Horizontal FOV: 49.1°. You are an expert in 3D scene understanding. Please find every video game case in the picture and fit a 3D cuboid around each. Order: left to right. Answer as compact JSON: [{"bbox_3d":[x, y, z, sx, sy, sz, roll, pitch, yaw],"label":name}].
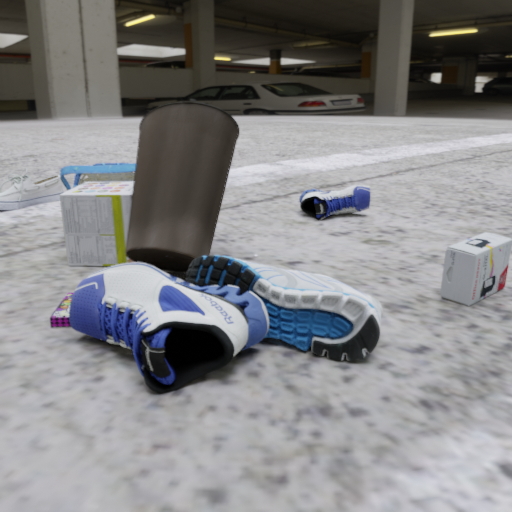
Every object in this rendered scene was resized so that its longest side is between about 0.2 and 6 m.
[{"bbox_3d":[-2.415,0.792,8.386,1.063,0.190,0.963,-1,18,-2],"label":"video game case"}]

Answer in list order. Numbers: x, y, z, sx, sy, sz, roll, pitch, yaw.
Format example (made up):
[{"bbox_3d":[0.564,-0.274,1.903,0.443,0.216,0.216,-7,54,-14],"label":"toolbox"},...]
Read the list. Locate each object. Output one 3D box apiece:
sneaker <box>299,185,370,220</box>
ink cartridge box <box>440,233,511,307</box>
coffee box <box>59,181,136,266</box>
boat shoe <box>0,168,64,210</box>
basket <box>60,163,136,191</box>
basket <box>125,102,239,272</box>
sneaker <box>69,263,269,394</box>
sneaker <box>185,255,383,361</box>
[{"bbox_3d":[1.917,-1.266,14.027,1.861,0.752,1.075,-2,20,17],"label":"sneaker"},{"bbox_3d":[3.565,0.206,9.051,1.225,0.893,0.507,-17,26,-39],"label":"ink cartridge box"},{"bbox_3d":[-2.841,-0.656,10.873,1.370,1.385,1.383,0,17,5],"label":"coffee box"},{"bbox_3d":[-6.344,-1.891,15.298,0.879,1.014,2.378,15,23,39],"label":"boat shoe"},{"bbox_3d":[-3.017,-1.348,12.057,1.937,1.528,2.196,-2,-25,-7],"label":"basket"},{"bbox_3d":[-1.395,-1.086,9.907,1.701,2.501,2.255,18,-19,-31],"label":"basket"},{"bbox_3d":[-1.268,0.840,6.844,2.604,1.052,1.504,7,17,15],"label":"sneaker"},{"bbox_3d":[0.394,0.633,7.825,2.887,1.082,1.251,16,17,20],"label":"sneaker"}]
